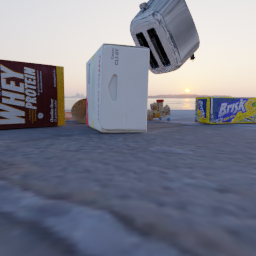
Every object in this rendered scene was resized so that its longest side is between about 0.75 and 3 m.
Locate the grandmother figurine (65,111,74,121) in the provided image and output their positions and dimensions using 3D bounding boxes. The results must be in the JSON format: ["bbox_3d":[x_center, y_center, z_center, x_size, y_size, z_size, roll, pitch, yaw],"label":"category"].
[{"bbox_3d":[-1.984,-0.503,11.813,1.618,0.490,0.981,-1,13,20],"label":"grandmother figurine"}]

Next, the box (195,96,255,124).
[{"bbox_3d":[3.930,-0.678,10.495,2.830,0.991,0.910,-2,5,-21],"label":"box"}]

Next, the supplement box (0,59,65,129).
[{"bbox_3d":[-3.983,-1.010,8.849,2.834,1.908,2.874,5,6,44],"label":"supplement box"}]

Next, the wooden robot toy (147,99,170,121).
[{"bbox_3d":[1.102,-0.729,12.359,1.001,0.972,2.207,-12,6,-10],"label":"wooden robot toy"}]

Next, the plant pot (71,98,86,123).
[{"bbox_3d":[-1.578,-0.543,10.492,0.952,0.952,0.639,2,-30,18],"label":"plant pot"}]

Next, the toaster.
[{"bbox_3d":[1.339,-3.205,9.947,1.650,2.903,1.875,0,40,45],"label":"toaster"}]

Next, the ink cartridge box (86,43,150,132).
[{"bbox_3d":[-0.427,-1.006,7.877,1.203,2.093,2.884,0,5,-15],"label":"ink cartridge box"}]
